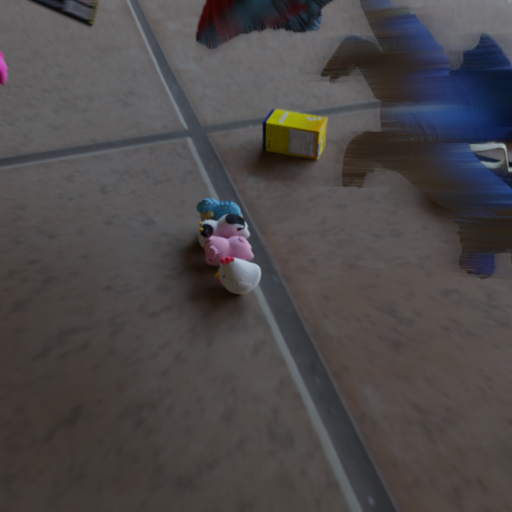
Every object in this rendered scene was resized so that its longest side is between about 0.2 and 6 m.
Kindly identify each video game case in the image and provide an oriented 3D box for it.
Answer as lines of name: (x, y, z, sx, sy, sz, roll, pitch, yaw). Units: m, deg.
video game case: (-3.038, -4.300, 8.868, 1.086, 0.138, 0.981, 15, 79, -30)

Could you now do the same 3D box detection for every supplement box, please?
supplement box: (0.698, -2.217, 10.194, 1.068, 0.582, 0.585, 13, 43, 15)

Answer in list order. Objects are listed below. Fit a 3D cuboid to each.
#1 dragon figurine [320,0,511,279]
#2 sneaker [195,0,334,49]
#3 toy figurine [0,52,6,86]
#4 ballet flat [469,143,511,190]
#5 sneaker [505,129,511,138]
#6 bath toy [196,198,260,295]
dragon figurine: (1.785, -1.563, 5.593, 1.925, 1.139, 3.872, 3, 71, -35)
sneaker: (0.296, -3.358, 7.604, 2.736, 1.307, 1.085, -11, 60, 45)
toy figurine: (-2.085, -1.287, 3.883, 0.544, 0.725, 0.667, 38, 21, 28)
ballet flat: (4.081, -1.344, 9.031, 2.383, 0.815, 0.810, 11, 41, 12)
sneaker: (5.474, -2.684, 10.583, 1.820, 0.806, 0.674, -10, 44, -9)
bath toy: (-0.446, -0.152, 7.838, 0.734, 0.624, 1.689, -34, 41, 13)
